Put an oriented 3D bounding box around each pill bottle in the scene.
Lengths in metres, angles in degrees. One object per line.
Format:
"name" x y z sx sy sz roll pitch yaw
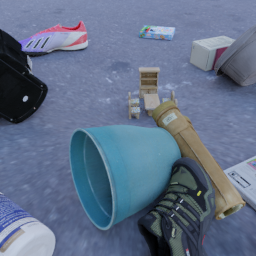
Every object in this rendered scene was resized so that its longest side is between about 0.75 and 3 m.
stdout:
"pill bottle" -2.018 1.547 4.226 1.721 0.955 0.955 23 42 28

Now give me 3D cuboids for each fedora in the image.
"fedora" 4.086 -2.266 8.830 2.750 2.432 1.242 -30 74 -29

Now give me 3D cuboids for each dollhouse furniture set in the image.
"dollhouse furniture set" 0.636 -0.993 7.804 1.278 0.905 1.391 -1 36 -1

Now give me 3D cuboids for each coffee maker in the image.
"coffee maker" -3.517 -1.738 7.502 1.754 2.501 2.604 -29 40 -10

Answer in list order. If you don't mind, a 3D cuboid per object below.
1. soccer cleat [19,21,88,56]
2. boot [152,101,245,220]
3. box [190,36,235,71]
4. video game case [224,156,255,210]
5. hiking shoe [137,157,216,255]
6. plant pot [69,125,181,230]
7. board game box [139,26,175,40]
"soccer cleat" -3.121 -3.636 11.313 2.981 1.091 1.017 -12 37 -16
"boot" 1.362 0.695 5.459 0.729 1.929 2.203 -38 60 13
"box" 3.208 -2.768 10.325 1.530 0.833 0.978 -16 39 -21
"video game case" 2.945 1.176 5.401 1.565 0.190 1.719 -18 39 -23
"hiking shoe" 0.665 1.266 4.004 0.999 0.752 1.985 25 57 -28
"plant pot" 0.006 0.678 4.974 1.586 1.688 1.688 -13 37 -30
"board game box" 1.392 -4.517 13.240 1.521 0.278 1.151 10 36 12
